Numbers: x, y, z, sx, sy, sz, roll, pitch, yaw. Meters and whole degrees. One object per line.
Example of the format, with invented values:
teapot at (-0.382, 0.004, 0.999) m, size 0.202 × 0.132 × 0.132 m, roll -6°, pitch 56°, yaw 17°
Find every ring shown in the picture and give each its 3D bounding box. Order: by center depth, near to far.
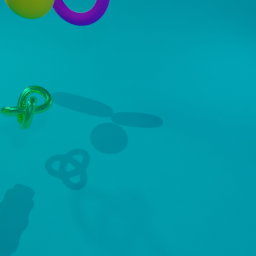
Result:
ring at (-1.046, -2.890, 5.936) m, size 1.386 × 1.386 × 0.277 m, roll 9°, pitch 29°, yaw 6°

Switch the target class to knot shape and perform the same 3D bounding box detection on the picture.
knot shape at (-2.237, -0.425, 6.024) m, size 1.046 × 0.517 × 1.118 m, roll -12°, pitch 38°, yaw 20°

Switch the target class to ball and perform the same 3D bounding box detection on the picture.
ball at (-1.915, -2.617, 5.415) m, size 0.960 × 0.960 × 0.960 m, roll 0°, pitch 55°, yaw 0°
